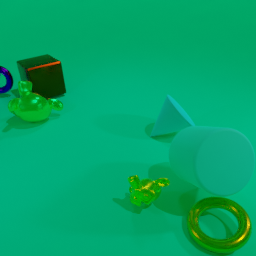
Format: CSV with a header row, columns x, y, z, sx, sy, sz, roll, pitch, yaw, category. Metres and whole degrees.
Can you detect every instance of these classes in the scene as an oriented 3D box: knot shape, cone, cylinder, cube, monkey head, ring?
x,y,z,sx,sy,sz,roll,pitch,yaw,category
-5.028,-1.841,10.322,1.544,1.650,0.763,12,-11,-12,knot shape
1.094,-0.118,8.189,1.220,1.216,1.216,-41,28,17,cone
1.689,0.626,5.873,1.311,1.311,1.311,-8,4,-12,cylinder
-3.255,-1.914,10.579,1.274,1.274,1.274,-23,36,-29,cube
0.318,1.228,5.859,1.032,0.742,0.622,-22,9,30,monkey head
1.730,1.816,5.372,1.195,0.239,1.195,-10,36,7,ring
-3.050,-0.861,8.860,1.128,1.347,1.872,0,3,42,monkey head
